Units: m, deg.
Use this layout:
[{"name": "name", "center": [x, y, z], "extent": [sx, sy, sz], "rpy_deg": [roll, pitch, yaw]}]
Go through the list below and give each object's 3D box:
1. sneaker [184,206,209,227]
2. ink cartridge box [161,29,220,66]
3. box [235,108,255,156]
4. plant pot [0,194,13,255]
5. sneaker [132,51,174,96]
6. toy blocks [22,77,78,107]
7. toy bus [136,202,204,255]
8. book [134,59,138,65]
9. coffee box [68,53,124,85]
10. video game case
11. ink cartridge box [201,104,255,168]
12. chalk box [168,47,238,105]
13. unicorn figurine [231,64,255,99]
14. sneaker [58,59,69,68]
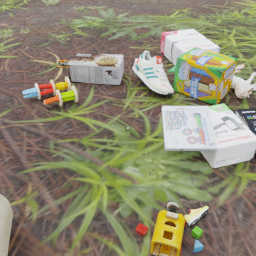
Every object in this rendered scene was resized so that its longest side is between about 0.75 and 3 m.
[{"name": "sneaker", "center": [1.865, 2.321, 7.640], "extent": [0.804, 0.314, 0.363], "rpy_deg": [-24, 42, -26]}, {"name": "ink cartridge box", "center": [3.270, -4.233, 15.161], "extent": [2.091, 1.217, 2.871], "rpy_deg": [-11, 39, -14]}, {"name": "box", "center": [5.654, 0.277, 9.895], "extent": [2.865, 0.712, 2.843], "rpy_deg": [-4, 39, -5]}, {"name": "plant pot", "center": [-3.514, 2.530, 6.136], "extent": [2.252, 2.252, 2.062], "rpy_deg": [-4, 27, -5]}, {"name": "sneaker", "center": [1.241, -2.528, 12.613], "extent": [0.923, 1.226, 2.623], "rpy_deg": [0, 39, -42]}, {"name": "toy blocks", "center": [-3.366, -1.435, 12.021], "extent": [2.042, 0.741, 1.702], "rpy_deg": [-17, 41, -20]}, {"name": "toy bus", "center": [1.067, 2.459, 7.062], "extent": [1.473, 0.806, 1.561], "rpy_deg": [-19, 43, -23]}, {"name": "book", "center": [0.706, -3.421, 14.933], "extent": [0.723, 0.260, 1.082], "rpy_deg": [3, 38, 8]}, {"name": "coffee box", "center": [-1.523, -2.906, 13.658], "extent": [2.481, 0.990, 1.402], "rpy_deg": [5, 39, 6]}, {"name": "video game case", "center": [1.926, -0.022, 8.991], "extent": [1.583, 0.206, 1.739], "rpy_deg": [0, 52, 1]}, {"name": "ink cartridge box", "center": [3.173, 0.199, 9.802], "extent": [1.590, 0.918, 2.185], "rpy_deg": [-11, 40, -13]}, {"name": "chalk box", "center": [3.151, -2.465, 12.549], "extent": [2.727, 1.690, 1.702], "rpy_deg": [26, 45, 28]}, {"name": "unicorn figurine", "center": [5.165, -2.086, 12.800], "extent": [1.878, 1.010, 2.735], "rpy_deg": [-32, 33, -21]}, {"name": "sneaker", "center": [-3.265, -3.466, 14.885], "extent": [0.941, 0.364, 0.368], "rpy_deg": [-16, 39, -21]}]
